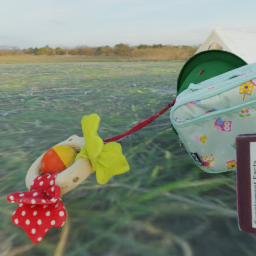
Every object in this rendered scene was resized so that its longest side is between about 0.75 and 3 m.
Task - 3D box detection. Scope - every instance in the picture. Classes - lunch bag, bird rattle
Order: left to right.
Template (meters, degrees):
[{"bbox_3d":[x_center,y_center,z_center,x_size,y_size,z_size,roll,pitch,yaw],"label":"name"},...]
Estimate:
[{"bbox_3d":[-0.761,0.551,3.368,1.478,0.832,1.205,-44,28,-15],"label":"bird rattle"},{"bbox_3d":[1.575,-0.130,4.151,1.816,1.456,0.700,-20,25,32],"label":"lunch bag"}]

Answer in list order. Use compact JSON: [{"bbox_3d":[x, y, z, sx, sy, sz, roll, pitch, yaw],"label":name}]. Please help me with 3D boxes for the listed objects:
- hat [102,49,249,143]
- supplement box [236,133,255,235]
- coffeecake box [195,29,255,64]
[{"bbox_3d":[1.060,-0.116,5.369,2.082,2.365,1.959,-31,73,-32],"label":"hat"},{"bbox_3d":[1.530,0.350,1.516,0.877,0.681,1.590,3,-5,-33],"label":"supplement box"},{"bbox_3d":[3.308,-1.324,7.381,1.996,0.950,2.600,-8,59,-34],"label":"coffeecake box"}]
